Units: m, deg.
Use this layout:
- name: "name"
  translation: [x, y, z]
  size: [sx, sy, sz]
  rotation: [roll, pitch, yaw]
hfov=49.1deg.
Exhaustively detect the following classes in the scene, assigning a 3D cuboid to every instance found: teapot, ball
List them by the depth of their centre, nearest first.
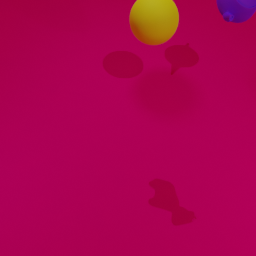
- name: "teapot"
  translation: [2.815, -3.229, 7.048]
  size: [1.099, 0.865, 1.767]
  rotation: [35, 77, -9]
- name: "ball"
  translation: [0.677, -2.827, 7.308]
  size: [1.276, 1.276, 1.276]
  rotation: [0, 56, 0]
